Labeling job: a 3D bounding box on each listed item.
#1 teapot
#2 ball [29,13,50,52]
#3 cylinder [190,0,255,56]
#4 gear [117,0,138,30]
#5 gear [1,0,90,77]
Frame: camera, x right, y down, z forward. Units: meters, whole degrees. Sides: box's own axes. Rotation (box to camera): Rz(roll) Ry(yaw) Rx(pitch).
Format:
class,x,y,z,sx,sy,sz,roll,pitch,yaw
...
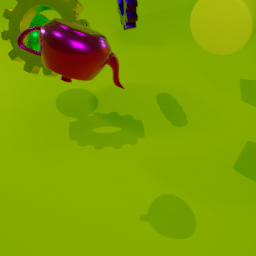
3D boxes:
class,x,y,z,sx,sy,sz,roll,pitch,yaw
teapot,-0.747,-1.051,4.099,1.690,0.827,1.051,17,23,-13
ball,-2.515,-2.445,7.478,1.221,1.221,1.221,0,52,0
cylinder,1.865,-2.042,5.037,1.115,1.115,1.115,30,55,22
gear,-0.055,-3.056,6.672,0.250,1.350,1.350,-12,52,-7
gear,-1.866,-2.190,6.355,1.978,1.978,0.366,10,8,8
